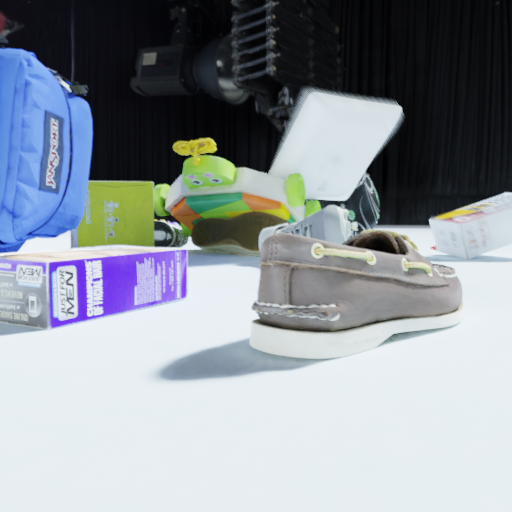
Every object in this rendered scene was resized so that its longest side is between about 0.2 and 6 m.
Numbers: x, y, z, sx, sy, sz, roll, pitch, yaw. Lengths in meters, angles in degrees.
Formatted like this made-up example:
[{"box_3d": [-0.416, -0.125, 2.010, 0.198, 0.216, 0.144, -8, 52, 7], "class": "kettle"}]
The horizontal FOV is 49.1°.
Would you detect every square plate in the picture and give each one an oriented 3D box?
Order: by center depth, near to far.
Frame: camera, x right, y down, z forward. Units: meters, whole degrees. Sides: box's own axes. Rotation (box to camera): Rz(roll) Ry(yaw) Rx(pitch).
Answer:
[{"box_3d": [1.612, -2.090, 11.764, 2.601, 2.577, 0.370, -3, 46, -35], "class": "square plate"}]

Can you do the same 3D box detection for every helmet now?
[{"box_3d": [2.351, -1.289, 15.247, 2.157, 2.056, 2.157, -12, 36, 9], "class": "helmet"}]

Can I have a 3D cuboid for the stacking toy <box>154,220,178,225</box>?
[{"box_3d": [-2.477, -0.915, 19.398, 3.192, 0.750, 2.407, 1, 4, 1], "class": "stacking toy"}]

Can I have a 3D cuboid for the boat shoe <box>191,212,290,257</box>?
[{"box_3d": [-0.211, -0.367, 11.308, 2.287, 0.834, 0.720, -3, -18, 27], "class": "boat shoe"}]

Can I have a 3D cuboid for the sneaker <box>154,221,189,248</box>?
[{"box_3d": [-2.776, -0.484, 13.799, 2.419, 0.913, 1.392, 10, -1, 22], "class": "sneaker"}]

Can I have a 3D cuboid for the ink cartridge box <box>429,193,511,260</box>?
[{"box_3d": [4.518, -0.644, 11.220, 1.801, 0.755, 1.581, -19, 11, -8], "class": "ink cartridge box"}]

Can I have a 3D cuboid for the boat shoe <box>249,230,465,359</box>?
[{"box_3d": [0.864, 0.168, 4.037, 0.859, 0.712, 2.391, 4, 5, 43], "class": "boat shoe"}]

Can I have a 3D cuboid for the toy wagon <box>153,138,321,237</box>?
[{"box_3d": [-0.540, -1.109, 11.736, 3.242, 0.827, 4.178, -2, -17, 19], "class": "toy wagon"}]

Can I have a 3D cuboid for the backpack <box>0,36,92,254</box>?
[{"box_3d": [-4.617, -1.674, 7.508, 4.019, 3.892, 4.789, 0, 2, 1], "class": "backpack"}]

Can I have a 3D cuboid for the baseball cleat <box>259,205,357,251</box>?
[{"box_3d": [0.767, -0.182, 8.970, 1.456, 0.954, 2.736, -6, -6, 1], "class": "baseball cleat"}]

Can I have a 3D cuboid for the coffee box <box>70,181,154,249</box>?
[{"box_3d": [-2.882, -0.716, 11.095, 1.477, 1.475, 1.461, -2, 4, -22], "class": "coffee box"}]

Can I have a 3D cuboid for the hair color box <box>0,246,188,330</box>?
[{"box_3d": [-1.453, 0.205, 4.874, 0.924, 0.548, 1.690, 3, 7, 28], "class": "hair color box"}]
